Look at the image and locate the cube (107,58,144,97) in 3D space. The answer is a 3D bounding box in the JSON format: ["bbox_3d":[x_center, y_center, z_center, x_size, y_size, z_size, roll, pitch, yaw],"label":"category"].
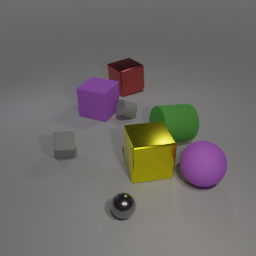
[{"bbox_3d":[-0.101,-2.687,14.711,1.400,1.400,1.400,-22,38,-24],"label":"cube"}]

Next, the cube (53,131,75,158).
[{"bbox_3d":[-2.232,0.579,9.796,0.700,0.700,0.700,-3,64,-15],"label":"cube"}]

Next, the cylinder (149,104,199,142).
[{"bbox_3d":[1.705,-0.179,10.549,1.400,1.400,1.400,-5,31,-21],"label":"cylinder"}]

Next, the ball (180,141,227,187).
[{"bbox_3d":[2.295,1.087,8.564,1.400,1.400,1.400,0,32,0],"label":"ball"}]

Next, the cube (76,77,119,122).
[{"bbox_3d":[-1.308,-1.320,12.591,1.400,1.400,1.400,13,35,20],"label":"cube"}]

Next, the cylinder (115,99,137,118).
[{"bbox_3d":[-0.073,-0.836,12.265,0.700,0.700,0.700,13,19,-39],"label":"cylinder"}]

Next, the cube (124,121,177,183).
[{"bbox_3d":[0.669,0.768,9.225,1.400,1.400,1.400,-6,32,-10],"label":"cube"}]

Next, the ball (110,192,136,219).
[{"bbox_3d":[-0.132,2.129,7.690,0.700,0.700,0.700,0,32,0],"label":"ball"}]
